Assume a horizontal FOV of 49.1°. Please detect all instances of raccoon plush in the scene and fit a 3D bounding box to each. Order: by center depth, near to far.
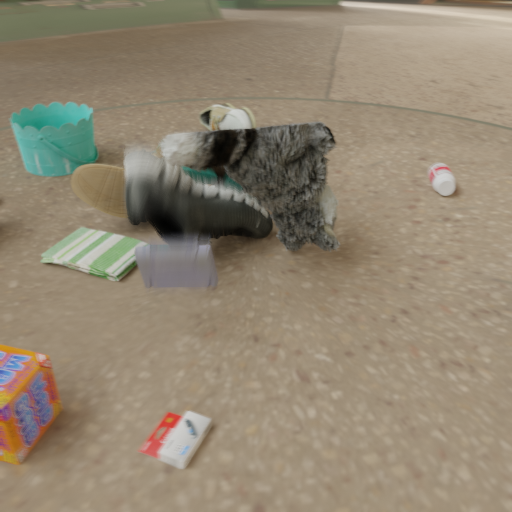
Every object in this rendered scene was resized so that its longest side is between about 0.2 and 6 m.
[{"bbox_3d":[0.006,-1.024,9.847,3.557,2.384,1.721,-11,12,-26],"label":"raccoon plush"}]

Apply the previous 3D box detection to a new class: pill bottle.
[{"bbox_3d":[4.428,-1.804,13.325,0.515,0.515,0.918,3,32,4],"label":"pill bottle"}]

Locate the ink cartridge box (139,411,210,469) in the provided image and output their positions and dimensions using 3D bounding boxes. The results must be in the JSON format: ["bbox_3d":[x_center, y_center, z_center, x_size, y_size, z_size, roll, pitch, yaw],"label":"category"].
[{"bbox_3d":[-1.021,2.259,7.059,0.646,0.164,0.733,13,34,19],"label":"ink cartridge box"}]

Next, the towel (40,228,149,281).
[{"bbox_3d":[-3.049,-0.059,10.809,1.772,0.207,1.352,11,33,20],"label":"towel"}]

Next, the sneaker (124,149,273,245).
[{"bbox_3d":[-1.081,-0.664,10.489,3.286,1.487,1.092,21,-24,-36],"label":"sneaker"}]

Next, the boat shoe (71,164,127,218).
[{"bbox_3d":[-2.439,-1.251,11.799,2.764,0.994,0.896,11,4,-12],"label":"boat shoe"}]

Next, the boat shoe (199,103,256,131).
[{"bbox_3d":[-0.835,-3.755,16.111,0.977,1.068,2.858,-14,24,-18],"label":"boat shoe"}]

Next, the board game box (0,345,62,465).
[{"bbox_3d":[-3.194,1.817,7.003,0.963,0.962,0.963,9,33,14],"label":"board game box"}]

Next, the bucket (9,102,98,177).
[{"bbox_3d":[-5.160,-3.033,14.513,2.118,1.378,2.118,0,32,0],"label":"bucket"}]

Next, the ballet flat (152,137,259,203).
[{"bbox_3d":[-0.682,-1.840,11.503,2.895,0.982,1.047,11,67,-14],"label":"ballet flat"}]

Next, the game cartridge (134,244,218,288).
[{"bbox_3d":[-1.186,0.149,8.386,1.146,0.743,0.220,-1,36,9],"label":"game cartridge"}]

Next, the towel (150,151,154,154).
[{"bbox_3d":[-1.790,-1.962,12.466,1.421,1.177,0.608,-18,64,25],"label":"towel"}]
